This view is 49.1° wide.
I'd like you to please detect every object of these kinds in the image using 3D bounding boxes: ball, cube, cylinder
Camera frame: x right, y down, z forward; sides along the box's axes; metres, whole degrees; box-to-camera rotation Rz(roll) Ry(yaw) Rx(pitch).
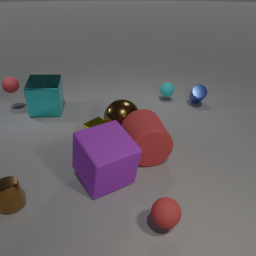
[{"bbox_3d":[0.873,1.941,6.428,0.700,0.700,0.700,0,28,0],"label":"ball"},{"bbox_3d":[-3.662,-1.442,12.397,1.400,1.400,1.400,-1,37,-5],"label":"cube"},{"bbox_3d":[-3.128,1.734,7.300,0.700,0.700,0.700,-8,25,4],"label":"cylinder"},{"bbox_3d":[0.591,0.303,9.196,1.400,1.400,1.400,-7,34,-12],"label":"cylinder"},{"bbox_3d":[1.927,-1.884,13.771,0.700,0.700,0.700,0,28,0],"label":"ball"},{"bbox_3d":[-5.141,-1.880,12.257,0.700,0.700,0.700,0,28,0],"label":"ball"},{"bbox_3d":[-0.218,-0.380,10.549,1.400,1.400,1.400,0,28,0],"label":"ball"},{"bbox_3d":[3.280,-1.586,13.146,0.700,0.700,0.700,0,-15,0],"label":"cylinder"},{"bbox_3d":[-0.649,0.863,7.931,1.400,1.400,1.400,-17,48,-29],"label":"cube"},{"bbox_3d":[-1.125,0.116,10.310,0.700,0.700,0.700,-29,37,-24],"label":"cube"}]
